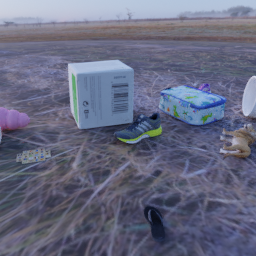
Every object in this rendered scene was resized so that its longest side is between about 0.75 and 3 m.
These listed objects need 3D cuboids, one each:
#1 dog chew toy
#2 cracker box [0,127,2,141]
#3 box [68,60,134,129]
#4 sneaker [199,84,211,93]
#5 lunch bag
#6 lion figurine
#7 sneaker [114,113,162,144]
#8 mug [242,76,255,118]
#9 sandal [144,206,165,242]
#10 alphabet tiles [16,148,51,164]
[{"bbox_3d":[-4.566,-0.329,10.891,1.434,0.893,0.893,4,21,-12],"label":"dog chew toy"},{"bbox_3d":[-4.894,0.372,9.732,0.827,0.356,1.234,-7,24,-16],"label":"cracker box"},{"bbox_3d":[-1.141,-1.454,11.562,2.311,2.300,1.980,-7,26,-17],"label":"box"},{"bbox_3d":[4.140,-2.160,15.636,1.343,0.594,0.540,-19,30,-36],"label":"sneaker"},{"bbox_3d":[2.800,-1.080,12.303,2.080,1.067,2.588,-14,29,-32],"label":"lunch bag"},{"bbox_3d":[3.652,0.537,9.134,1.183,0.700,1.932,13,39,12],"label":"lion figurine"},{"bbox_3d":[0.367,-0.049,10.104,2.101,0.850,0.776,-17,28,-36],"label":"sneaker"},{"bbox_3d":[6.139,-1.234,11.488,2.056,1.731,2.345,9,-7,5],"label":"mug"},{"bbox_3d":[0.590,1.979,5.987,0.379,0.213,0.996,-4,23,-10],"label":"sandal"},{"bbox_3d":[-2.990,0.887,8.907,1.030,0.033,0.857,-7,23,-16],"label":"alphabet tiles"}]
